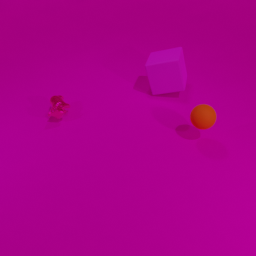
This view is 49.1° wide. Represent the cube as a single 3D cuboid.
[{"bbox_3d":[1.429,-2.081,10.234,1.208,1.208,1.208,-6,34,21],"label":"cube"}]

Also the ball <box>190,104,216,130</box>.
[{"bbox_3d":[2.122,-0.312,7.916,0.722,0.722,0.722,0,37,0],"label":"ball"}]

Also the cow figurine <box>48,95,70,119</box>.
[{"bbox_3d":[-2.313,-0.704,9.055,0.926,0.508,0.911,51,24,20],"label":"cow figurine"}]
